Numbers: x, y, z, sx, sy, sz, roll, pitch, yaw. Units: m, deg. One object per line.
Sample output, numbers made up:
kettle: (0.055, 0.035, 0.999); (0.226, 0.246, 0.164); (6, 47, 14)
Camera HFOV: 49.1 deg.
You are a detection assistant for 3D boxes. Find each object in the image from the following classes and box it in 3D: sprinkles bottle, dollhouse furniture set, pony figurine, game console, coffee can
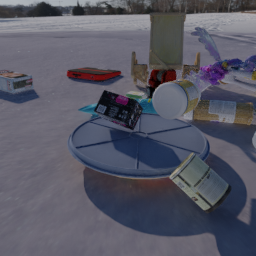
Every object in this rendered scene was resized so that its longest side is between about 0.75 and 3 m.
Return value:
sprinkles bottle: (2.454, -0.469, 7.697); (1.789, 0.610, 0.610); (6, 23, 14)
dollhouse furniture set: (1.399, -2.756, 10.367); (2.543, 1.801, 2.768); (3, -5, 7)
pony figurine: (3.386, -2.091, 10.188); (2.830, 2.357, 2.732); (17, -4, 41)
game console: (-1.624, -2.569, 13.225); (2.099, 0.326, 1.856); (12, 21, 26)
coffee can: (1.088, 0.820, 4.247); (0.751, 0.550, 0.550); (43, 35, 8)

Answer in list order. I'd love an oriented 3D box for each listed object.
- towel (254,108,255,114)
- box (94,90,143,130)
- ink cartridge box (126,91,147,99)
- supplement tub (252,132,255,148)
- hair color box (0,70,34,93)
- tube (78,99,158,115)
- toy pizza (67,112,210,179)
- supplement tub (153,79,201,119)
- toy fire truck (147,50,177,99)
towel: (4.499, -0.143, 6.807); (2.324, 0.401, 2.238); (15, 10, 35)
box: (-0.198, -0.377, 6.043); (0.854, 0.564, 0.490); (21, -10, 27)
ink cartridge box: (0.199, -1.066, 9.691); (0.634, 0.209, 0.872); (12, 24, 26)
supplement tub: (3.129, 0.195, 6.202); (0.546, 0.546, 0.757); (20, 29, 39)
hair color box: (-4.742, -1.876, 11.125); (1.887, 0.572, 0.934); (16, 27, 32)
tube: (-0.138, -0.551, 8.081); (2.455, 0.619, 0.950); (3, 10, 17)
toy pizza: (0.213, 0.347, 5.941); (2.935, 0.465, 2.935); (1, 23, -1)
supplement tub: (1.013, -0.610, 5.670); (0.712, 0.712, 0.985); (14, 21, 30)
toy fire truck: (1.106, -1.731, 9.267); (1.115, 1.734, 1.526); (-6, 23, -14)
